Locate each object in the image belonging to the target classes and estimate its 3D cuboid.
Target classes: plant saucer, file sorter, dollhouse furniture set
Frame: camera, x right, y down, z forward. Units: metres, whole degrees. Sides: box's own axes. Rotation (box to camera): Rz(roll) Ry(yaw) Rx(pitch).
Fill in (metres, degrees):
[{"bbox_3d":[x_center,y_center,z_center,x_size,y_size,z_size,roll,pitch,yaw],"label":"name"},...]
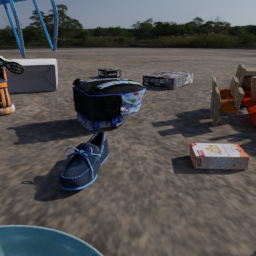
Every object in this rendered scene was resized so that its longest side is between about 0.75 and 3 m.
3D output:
[{"bbox_3d":[-1.249,1.675,1.896,2.716,0.372,2.716,1,19,0],"label":"plant saucer"},{"bbox_3d":[-2.886,-2.189,5.173,2.809,1.723,1.949,-19,-6,-19],"label":"file sorter"},{"bbox_3d":[3.817,-0.760,8.124,2.816,1.451,2.786,3,31,9],"label":"dollhouse furniture set"}]

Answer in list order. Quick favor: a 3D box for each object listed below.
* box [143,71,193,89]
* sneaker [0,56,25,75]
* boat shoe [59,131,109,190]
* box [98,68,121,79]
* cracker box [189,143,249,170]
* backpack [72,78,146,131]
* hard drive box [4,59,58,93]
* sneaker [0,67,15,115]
[{"bbox_3d":[1.916,-2.313,13.296,1.635,0.516,2.073,13,23,32],"label":"box"},{"bbox_3d":[-2.878,-1.566,6.740,0.807,0.310,0.357,22,21,-32],"label":"sneaker"},{"bbox_3d":[-0.797,0.502,4.992,0.699,0.571,1.662,2,19,6],"label":"boat shoe"},{"bbox_3d":[-1.037,-3.048,15.557,0.851,0.447,1.039,-14,23,-35],"label":"box"},{"bbox_3d":[1.712,0.530,5.365,0.966,0.279,0.647,0,19,2],"label":"cracker box"},{"bbox_3d":[-0.457,-0.733,7.626,1.778,1.196,1.623,-11,22,-27],"label":"backpack"},{"bbox_3d":[-4.405,-2.465,12.764,2.314,1.140,2.969,-4,19,-11],"label":"hard drive box"},{"bbox_3d":[-4.545,-1.483,9.167,2.889,1.618,1.121,18,26,42],"label":"sneaker"}]
